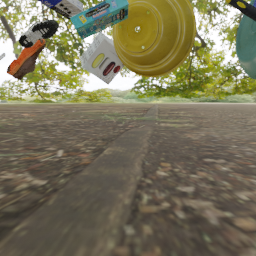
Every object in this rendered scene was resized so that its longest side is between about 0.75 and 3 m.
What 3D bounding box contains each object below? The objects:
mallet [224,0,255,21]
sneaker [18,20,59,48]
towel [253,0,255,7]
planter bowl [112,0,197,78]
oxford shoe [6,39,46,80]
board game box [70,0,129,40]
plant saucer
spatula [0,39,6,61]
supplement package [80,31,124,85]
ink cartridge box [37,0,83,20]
[{"bbox_3d":[1.869,-2.469,5.484,2.273,0.748,0.468,33,22,-14],"label":"mallet"},{"bbox_3d":[-2.857,-3.235,9.177,1.746,0.790,0.580,-12,-45,35],"label":"sneaker"},{"bbox_3d":[4.297,-3.190,6.043,2.638,1.910,0.315,14,20,7],"label":"towel"},{"bbox_3d":[0.507,-2.983,8.579,2.916,2.916,1.214,3,14,27],"label":"planter bowl"},{"bbox_3d":[-3.785,-2.636,10.798,0.702,1.925,0.686,39,17,-49],"label":"oxford shoe"},{"bbox_3d":[-0.445,-1.818,4.619,0.911,0.214,0.688,-26,4,0],"label":"board game box"},{"bbox_3d":[3.812,-2.877,7.845,0.534,2.969,2.969,12,5,-7],"label":"plant saucer"},{"bbox_3d":[-4.843,-2.653,9.732,2.110,1.467,0.169,-16,-2,38],"label":"spatula"},{"bbox_3d":[-0.940,-2.787,11.221,1.361,1.423,1.046,30,22,-31],"label":"supplement package"},{"bbox_3d":[-2.530,-4.658,10.262,0.805,0.378,1.712,-14,-17,34],"label":"ink cartridge box"}]
